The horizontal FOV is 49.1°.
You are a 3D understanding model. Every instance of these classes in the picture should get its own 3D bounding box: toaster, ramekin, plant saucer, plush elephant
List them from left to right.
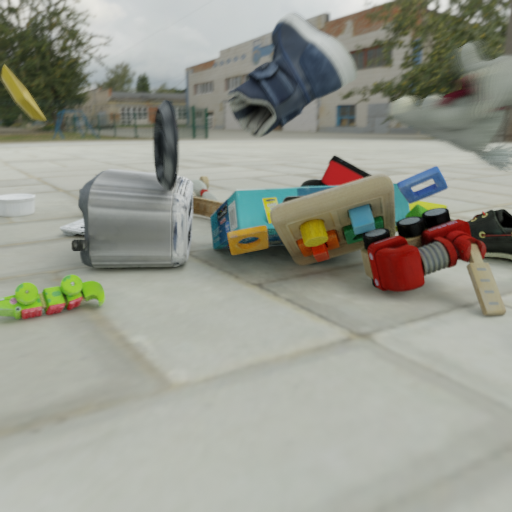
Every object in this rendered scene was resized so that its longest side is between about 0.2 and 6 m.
[{"bbox_3d":[-6.276,-1.314,14.622,0.983,0.479,0.983,0,16,0],"label":"ramekin"},{"bbox_3d":[-4.759,-3.237,11.354,0.229,0.946,0.946,-34,-16,-5],"label":"plant saucer"},{"bbox_3d":[-2.090,-0.677,10.119,1.811,1.593,2.804,1,16,-3],"label":"toaster"},{"bbox_3d":[3.332,-2.413,8.421,1.649,1.550,2.002,-14,47,-45],"label":"plush elephant"}]

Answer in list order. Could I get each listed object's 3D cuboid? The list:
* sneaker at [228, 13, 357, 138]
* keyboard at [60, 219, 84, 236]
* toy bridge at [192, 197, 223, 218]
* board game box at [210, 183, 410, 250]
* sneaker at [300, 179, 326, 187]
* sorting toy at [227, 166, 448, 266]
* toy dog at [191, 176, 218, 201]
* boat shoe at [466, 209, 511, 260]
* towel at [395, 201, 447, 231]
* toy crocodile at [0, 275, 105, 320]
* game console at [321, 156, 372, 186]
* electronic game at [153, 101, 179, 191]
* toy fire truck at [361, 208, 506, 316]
[{"bbox_3d":[0.345,-3.817,11.798,2.386,1.256,3.302,-35,36,4],"label":"sneaker"},{"bbox_3d":[-3.219,-1.030,14.049,1.234,0.234,4.384,3,15,11],"label":"keyboard"},{"bbox_3d":[-2.164,-1.289,13.880,4.334,0.590,1.457,10,9,23],"label":"toy bridge"},{"bbox_3d":[0.876,-0.707,10.392,3.076,0.722,2.322,-4,-5,-16],"label":"board game box"},{"bbox_3d":[2.199,-1.874,16.227,2.287,0.764,1.226,0,13,-15],"label":"sneaker"},{"bbox_3d":[1.309,-0.385,8.923,3.564,0.485,2.007,-16,-26,9],"label":"sorting toy"},{"bbox_3d":[-1.576,-1.589,15.549,1.126,0.823,1.708,2,30,-6],"label":"toy dog"},{"bbox_3d":[4.482,-0.421,10.425,3.112,0.975,1.138,11,20,39],"label":"boat shoe"},{"bbox_3d":[3.742,-1.051,14.144,1.440,0.302,3.346,14,19,28],"label":"towel"},{"bbox_3d":[-2.802,0.606,7.583,1.485,0.459,0.501,-11,-22,-32],"label":"toy crocodile"},{"bbox_3d":[2.683,-2.057,16.034,1.637,0.972,1.411,29,0,0],"label":"game console"},{"bbox_3d":[-1.434,-1.761,9.011,0.298,1.432,1.432,-2,15,-18],"label":"electronic game"},{"bbox_3d":[2.627,0.175,8.154,1.610,1.177,1.829,-18,17,-10],"label":"toy fire truck"}]
